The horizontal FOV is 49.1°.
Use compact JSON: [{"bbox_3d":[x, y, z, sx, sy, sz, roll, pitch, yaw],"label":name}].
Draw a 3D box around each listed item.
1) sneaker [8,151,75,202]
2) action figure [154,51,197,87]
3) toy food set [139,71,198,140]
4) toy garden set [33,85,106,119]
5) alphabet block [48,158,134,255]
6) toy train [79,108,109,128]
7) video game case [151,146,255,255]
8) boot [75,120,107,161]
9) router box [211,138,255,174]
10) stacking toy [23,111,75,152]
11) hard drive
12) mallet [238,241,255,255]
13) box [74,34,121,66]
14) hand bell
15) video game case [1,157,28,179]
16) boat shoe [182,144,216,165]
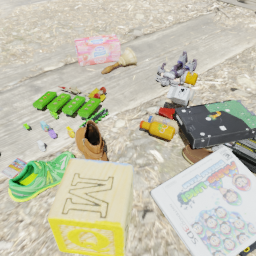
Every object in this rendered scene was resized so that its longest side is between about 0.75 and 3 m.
[{"bbox_3d":[-2.647,1.415,8.858,0.866,0.977,2.338,33,51,32],"label":"sneaker"},{"bbox_3d":[2.299,-2.739,13.524,1.614,0.861,2.481,33,55,23],"label":"action figure"},{"bbox_3d":[1.633,-0.914,10.947,1.311,1.391,2.914,19,76,20],"label":"toy food set"},{"bbox_3d":[-2.334,-1.176,12.050,2.594,0.518,2.162,11,39,19],"label":"toy garden set"},{"bbox_3d":[-0.839,2.134,7.482,1.834,1.824,1.868,4,41,7],"label":"alphabet block"},{"bbox_3d":[-1.352,-0.356,11.195,0.435,0.322,1.543,-24,12,47],"label":"toy train"},{"bbox_3d":[2.525,2.139,7.953,2.854,0.338,2.598,-28,56,-13],"label":"video game case"},{"bbox_3d":[-1.312,0.373,9.256,0.880,1.782,2.295,-14,50,-11],"label":"boot"},{"bbox_3d":[4.313,0.696,9.965,2.094,0.535,1.562,32,51,30],"label":"router box"},{"bbox_3d":[-3.076,0.083,10.783,1.348,0.420,1.788,-28,47,-29],"label":"stacking toy"},{"bbox_3d":[3.273,-0.214,10.197,2.719,0.514,1.900,-10,40,-10],"label":"hard drive"},{"bbox_3d":[4.130,2.922,7.674,2.527,0.520,0.832,-29,54,-21],"label":"mallet"},{"bbox_3d":[-1.605,-4.140,14.847,2.262,1.071,1.161,-11,44,-12],"label":"box"},{"bbox_3d":[-0.551,-3.224,14.230,1.877,0.977,0.977,-35,52,-16],"label":"hand bell"},{"bbox_3d":[-3.865,1.372,9.580,0.557,0.068,0.780,21,47,22],"label":"video game case"},{"bbox_3d":[2.891,1.081,9.382,2.246,0.758,0.808,30,50,29],"label":"boat shoe"}]
